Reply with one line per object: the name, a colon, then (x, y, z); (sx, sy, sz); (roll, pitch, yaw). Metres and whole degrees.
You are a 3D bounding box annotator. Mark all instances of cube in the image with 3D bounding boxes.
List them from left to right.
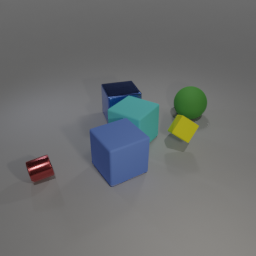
cube: (-0.283, 0.735, 9.011); (1.400, 1.400, 1.400); (-18, 37, -27)
cube: (-0.299, -1.061, 11.968); (1.400, 1.400, 1.400); (-9, 33, -14)
cube: (0.223, -0.195, 10.539); (1.400, 1.400, 1.400); (19, 38, 29)
cube: (1.928, 0.013, 9.855); (0.700, 0.700, 0.700); (31, 2, -7)

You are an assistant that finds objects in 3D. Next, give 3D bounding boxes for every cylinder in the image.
cylinder: (-2.746, 1.268, 8.757); (0.700, 0.700, 0.700); (-20, 36, -18)

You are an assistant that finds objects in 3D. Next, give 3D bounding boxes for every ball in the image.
ball: (2.664, -1.080, 11.986); (1.400, 1.400, 1.400); (0, 32, 0)
